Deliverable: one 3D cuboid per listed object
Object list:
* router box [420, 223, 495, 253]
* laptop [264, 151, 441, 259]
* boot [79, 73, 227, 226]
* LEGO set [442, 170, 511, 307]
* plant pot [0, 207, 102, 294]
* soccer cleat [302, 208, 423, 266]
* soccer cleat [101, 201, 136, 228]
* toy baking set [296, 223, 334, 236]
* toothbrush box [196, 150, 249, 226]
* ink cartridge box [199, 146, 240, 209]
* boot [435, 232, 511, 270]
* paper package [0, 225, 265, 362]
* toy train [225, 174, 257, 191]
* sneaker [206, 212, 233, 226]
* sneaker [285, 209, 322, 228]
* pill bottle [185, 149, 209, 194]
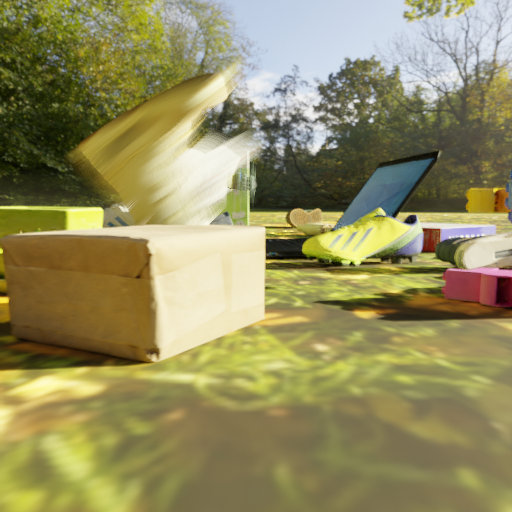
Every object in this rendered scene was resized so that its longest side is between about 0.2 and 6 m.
[{"bbox_3d":[3.899,-0.435,12.473,2.104,0.514,1.889,-4,7,-37],"label":"router box"},{"bbox_3d":[1.271,-1.060,11.498,3.816,1.971,3.382,-1,5,-6],"label":"laptop"},{"bbox_3d":[-1.284,-1.462,9.186,2.937,2.271,1.058,-19,19,32],"label":"boot"},{"bbox_3d":[3.235,-0.314,6.861,1.520,1.413,3.705,5,6,38],"label":"LEGO set"},{"bbox_3d":[-2.471,-0.083,6.570,1.082,0.981,1.076,0,5,5],"label":"plant pot"},{"bbox_3d":[1.738,-0.317,9.147,2.235,0.935,0.723,-2,6,-23],"label":"soccer cleat"},{"bbox_3d":[-3.114,-0.692,12.195,2.528,1.091,0.883,1,6,14],"label":"soccer cleat"},{"bbox_3d":[2.514,-0.781,17.249,2.396,0.363,3.122,0,5,-32],"label":"toy baking set"},{"bbox_3d":[-1.141,-1.869,16.830,1.836,2.521,1.085,-1,6,-2],"label":"toothbrush box"},{"bbox_3d":[-0.840,-1.515,11.000,0.449,1.083,0.789,34,35,10],"label":"ink cartridge box"},{"bbox_3d":[3.699,-0.125,8.594,1.780,0.647,0.804,-2,11,-14],"label":"boot"},{"bbox_3d":[-0.904,0.188,4.534,1.548,0.840,1.624,3,7,29],"label":"paper package"},{"bbox_3d":[-0.267,-1.283,9.869,0.575,0.245,0.328,6,-18,-44],"label":"toy train"},{"bbox_3d":[-1.443,-0.646,13.209,1.894,0.671,0.692,-9,2,9],"label":"sneaker"},{"bbox_3d":[1.624,-1.405,21.926,0.995,0.743,2.217,-10,0,40],"label":"sneaker"},{"bbox_3d":[-1.286,-1.374,10.386,0.634,1.130,0.634,20,31,-13],"label":"pill bottle"}]
